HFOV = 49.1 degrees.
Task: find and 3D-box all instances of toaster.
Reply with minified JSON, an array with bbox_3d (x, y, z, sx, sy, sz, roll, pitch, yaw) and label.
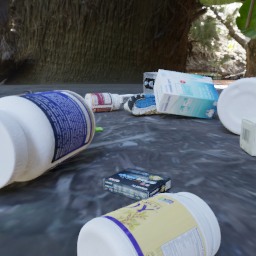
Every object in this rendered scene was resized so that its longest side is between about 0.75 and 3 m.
[{"bbox_3d":[1.826,-1.713,13.444,2.076,1.877,1.232,-5,15,-21],"label":"toaster"}]

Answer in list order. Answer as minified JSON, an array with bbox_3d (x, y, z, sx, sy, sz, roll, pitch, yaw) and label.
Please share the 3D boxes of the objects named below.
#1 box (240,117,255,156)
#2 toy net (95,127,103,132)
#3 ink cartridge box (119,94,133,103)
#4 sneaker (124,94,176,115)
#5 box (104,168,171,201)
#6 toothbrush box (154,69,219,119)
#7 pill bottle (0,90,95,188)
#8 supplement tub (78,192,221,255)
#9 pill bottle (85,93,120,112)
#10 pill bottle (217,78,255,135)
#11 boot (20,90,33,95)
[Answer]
[{"bbox_3d":[3.821,0.198,6.326,2.261,0.773,0.929,0,11,2],"label":"box"},{"bbox_3d":[-1.783,-0.126,9.027,1.984,0.383,1.041,8,14,37],"label":"toy net"},{"bbox_3d":[-0.687,-1.939,18.153,2.035,0.581,1.654,13,16,34],"label":"ink cartridge box"},{"bbox_3d":[1.126,-1.073,12.443,2.812,1.054,1.219,0,-1,-20],"label":"sneaker"},{"bbox_3d":[0.146,0.872,4.370,0.840,0.193,0.667,8,14,36],"label":"box"},{"bbox_3d":[2.298,-1.371,11.273,2.303,0.982,1.686,7,43,-7],"label":"toothbrush box"},{"bbox_3d":[-1.703,0.100,5.067,1.448,1.448,2.502,3,12,16],"label":"pill bottle"},{"bbox_3d":[0.200,0.982,2.323,1.042,0.758,0.758,-9,14,-40],"label":"supplement tub"},{"bbox_3d":[-1.206,-1.221,13.347,1.540,0.879,0.879,-5,12,-24],"label":"pill bottle"},{"bbox_3d":[4.098,-0.793,9.075,1.660,1.660,2.929,7,13,33],"label":"pill bottle"},{"bbox_3d":[-5.218,-0.967,11.680,2.584,1.028,2.968,-6,15,-31],"label":"boot"}]
